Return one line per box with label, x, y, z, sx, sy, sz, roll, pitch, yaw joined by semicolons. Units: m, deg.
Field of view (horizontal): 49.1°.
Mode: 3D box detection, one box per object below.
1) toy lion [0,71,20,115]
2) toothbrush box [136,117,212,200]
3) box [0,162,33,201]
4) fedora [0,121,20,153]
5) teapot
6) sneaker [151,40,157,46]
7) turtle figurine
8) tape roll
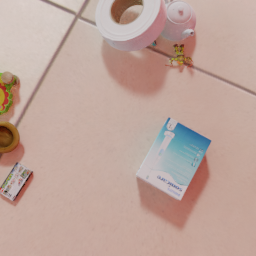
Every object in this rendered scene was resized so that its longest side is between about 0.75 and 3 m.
toy lion;-5.445;-1.544;11.166;2.007;0.689;1.924;29;88;6
toothbrush box;1.642;1.140;10.369;1.802;1.050;2.462;28;80;5
box;-4.260;2.023;10.627;0.704;0.222;1.278;30;81;6
fedora;-4.744;0.370;10.795;1.278;0.521;1.278;0;82;-3
teapot;1.993;-4.516;11.338;1.763;1.288;1.740;20;80;5
sneaker;1.045;-3.903;11.704;0.443;0.377;0.972;-20;81;-8
turtle figurine;2.080;-2.960;11.499;1.189;0.383;0.959;-6;79;-1
tape roll;0.097;-4.450;11.013;2.749;0.961;2.749;-4;78;21
